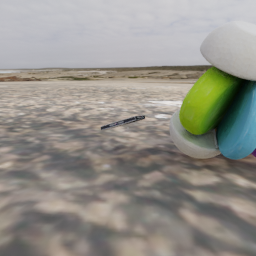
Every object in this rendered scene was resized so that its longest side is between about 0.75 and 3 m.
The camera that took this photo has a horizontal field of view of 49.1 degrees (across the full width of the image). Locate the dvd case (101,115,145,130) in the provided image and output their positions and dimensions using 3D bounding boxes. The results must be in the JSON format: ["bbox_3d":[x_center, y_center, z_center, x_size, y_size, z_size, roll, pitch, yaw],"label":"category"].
[{"bbox_3d":[-0.091,-0.107,5.539,0.756,0.094,0.568,-15,-2,23],"label":"dvd case"}]

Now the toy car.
[{"bbox_3d":[2.285,-0.367,4.926,2.858,2.502,2.143,-16,50,-33],"label":"toy car"}]
